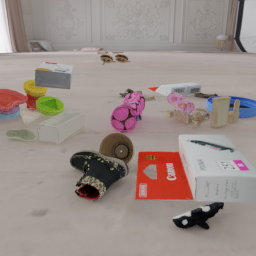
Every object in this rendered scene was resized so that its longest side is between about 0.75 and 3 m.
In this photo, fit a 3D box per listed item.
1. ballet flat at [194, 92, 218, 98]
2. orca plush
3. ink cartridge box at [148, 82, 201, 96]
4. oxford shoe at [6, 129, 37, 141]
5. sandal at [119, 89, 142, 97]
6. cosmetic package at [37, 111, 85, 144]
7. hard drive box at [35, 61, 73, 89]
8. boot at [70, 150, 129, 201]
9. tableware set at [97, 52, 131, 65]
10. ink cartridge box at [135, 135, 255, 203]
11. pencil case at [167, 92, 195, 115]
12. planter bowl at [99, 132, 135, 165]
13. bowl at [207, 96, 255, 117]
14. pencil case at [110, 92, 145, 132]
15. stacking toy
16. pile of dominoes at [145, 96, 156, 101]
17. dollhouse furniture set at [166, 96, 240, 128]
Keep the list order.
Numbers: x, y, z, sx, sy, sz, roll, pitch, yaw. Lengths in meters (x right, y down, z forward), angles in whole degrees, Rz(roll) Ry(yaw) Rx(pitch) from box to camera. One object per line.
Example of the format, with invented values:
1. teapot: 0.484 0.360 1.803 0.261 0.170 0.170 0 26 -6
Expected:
1. ballet flat: 4.376 -1.847 15.644 1.438 0.333 0.484 18 26 40
2. orca plush: 1.504 1.821 5.631 1.223 0.435 0.643 -8 -24 -32
3. ink cartridge box: 2.765 -2.517 17.067 2.137 0.631 2.670 -10 24 -25
4. oxford shoe: -3.719 0.249 9.843 1.110 0.417 0.320 4 -16 8
5. sandal: 0.137 -2.074 16.119 1.534 0.438 0.609 -14 24 -35
6. cosmetic package: -2.394 -0.061 10.253 0.902 0.637 1.743 8 22 21
7. hard drive box: -2.820 -2.051 10.844 1.287 0.634 1.651 4 22 -11
8. boot: -1.010 1.129 6.993 1.733 0.626 1.309 9 24 25
9. tableware set: -0.547 -2.600 10.655 1.167 0.234 0.771 6 -14 25
10. ink cartridge box: 1.458 0.829 6.838 2.481 0.623 2.859 1 16 3
11. pencil case: 2.091 -0.996 11.172 0.577 0.577 1.319 -8 28 -21
12. planter bowl: -0.245 0.654 8.002 0.998 0.998 0.672 5 -6 15
13. bowl: 4.914 -1.020 13.163 2.377 0.467 2.377 0 20 0
14. pencil case: 0.102 -0.755 11.353 1.159 1.196 2.554 6 20 7
15. stacking toy: -4.446 -0.832 12.548 2.590 1.208 2.861 37 38 20
16. pile of dominoes: 1.053 -1.632 15.348 0.850 0.135 0.662 -9 22 -25
17. dollhouse furniture set: 3.146 -0.932 11.866 2.020 1.157 2.369 -11 22 -32
